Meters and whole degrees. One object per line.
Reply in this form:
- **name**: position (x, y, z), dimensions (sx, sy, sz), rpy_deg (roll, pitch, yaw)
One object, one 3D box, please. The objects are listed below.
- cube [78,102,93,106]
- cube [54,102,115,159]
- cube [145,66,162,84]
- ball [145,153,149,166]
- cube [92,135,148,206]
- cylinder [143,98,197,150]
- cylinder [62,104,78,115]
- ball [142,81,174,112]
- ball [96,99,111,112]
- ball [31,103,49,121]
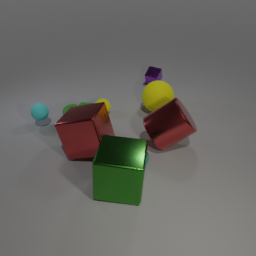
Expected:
- **cube**: position (-1.636, -0.522, 10.985), dimensions (0.700, 0.700, 0.700), rpy_deg (6, 45, 33)
- **cube**: position (-1.434, 0.081, 9.705), dimensions (1.400, 1.400, 1.400), rpy_deg (-7, 26, 17)
- **cube**: position (1.357, -2.732, 14.826), dimensions (0.700, 0.700, 0.700), rpy_deg (18, 65, 20)
- **ball**: position (0.345, 0.993, 9.309), dimensions (0.700, 0.700, 0.700), rpy_deg (0, 33, 0)
- **cube**: position (-0.208, 1.209, 8.244), dimensions (1.400, 1.400, 1.400), rpy_deg (7, 33, 4)
- **cylinder**: position (1.481, -0.135, 9.924), dimensions (1.400, 1.400, 1.400), rpy_deg (-32, 27, 19)
- **cylinder**: position (-2.258, -0.511, 11.501), dimensions (0.700, 0.700, 0.700), rpy_deg (-5, 42, 5)
- **ball**: position (1.316, -1.373, 12.300), dimensions (1.400, 1.400, 1.400), rpy_deg (0, 33, 0)
- **ball**: position (-1.115, -0.937, 12.268), dimensions (0.700, 0.700, 0.700), rpy_deg (0, 33, 0)
- **ball**: position (-3.551, -0.642, 11.277), dimensions (0.700, 0.700, 0.700), rpy_deg (0, 33, 0)
